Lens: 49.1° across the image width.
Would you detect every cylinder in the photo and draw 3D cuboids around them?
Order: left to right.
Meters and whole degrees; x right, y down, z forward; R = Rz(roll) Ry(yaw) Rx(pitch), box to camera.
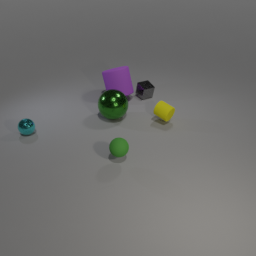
[{"bbox_3d":[-0.519,-2.382,14.564,1.400,1.400,1.400,-12,16,4],"label":"cylinder"},{"bbox_3d":[1.610,-0.757,12.468,0.700,0.700,0.700,35,43,26],"label":"cylinder"}]

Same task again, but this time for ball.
[{"bbox_3d":[-4.249,-0.054,11.724,0.700,0.700,0.700,0,30,0],"label":"ball"},{"bbox_3d":[-0.677,-1.068,12.755,1.400,1.400,1.400,0,30,0],"label":"ball"},{"bbox_3d":[-0.316,0.683,9.866,0.700,0.700,0.700,0,30,0],"label":"ball"}]

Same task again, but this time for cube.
[{"bbox_3d":[0.909,-2.028,14.963,0.700,0.700,0.700,-17,50,-27],"label":"cube"}]
